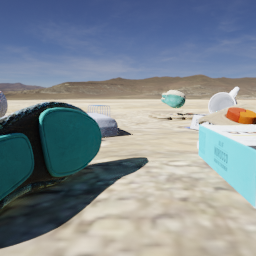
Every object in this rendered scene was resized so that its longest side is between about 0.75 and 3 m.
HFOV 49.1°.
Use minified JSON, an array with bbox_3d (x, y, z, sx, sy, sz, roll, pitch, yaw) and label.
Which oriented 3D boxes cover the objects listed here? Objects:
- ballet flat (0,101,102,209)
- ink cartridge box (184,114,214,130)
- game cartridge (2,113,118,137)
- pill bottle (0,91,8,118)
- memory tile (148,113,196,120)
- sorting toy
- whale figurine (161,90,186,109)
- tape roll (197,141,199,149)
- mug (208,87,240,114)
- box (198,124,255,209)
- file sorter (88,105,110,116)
[{"bbox_3d":[-1.203,0.234,2.898,1.001,1.001,2.696,2,6,19],"label":"ballet flat"},{"bbox_3d":[2.669,-0.114,7.493,1.225,0.483,2.464,-4,7,-24],"label":"ink cartridge box"},{"bbox_3d":[-1.758,-0.058,6.923,2.806,0.574,1.868,-2,11,-17],"label":"game cartridge"},{"bbox_3d":[-4.618,-0.622,7.884,1.368,1.368,2.422,2,7,14],"label":"pill bottle"},{"bbox_3d":[2.064,-0.489,11.619,2.211,0.186,1.695,-1,7,-12],"label":"memory tile"},{"bbox_3d":[3.220,-0.252,6.148,2.212,0.397,2.969,20,26,39],"label":"sorting toy"},{"bbox_3d":[1.795,-1.084,11.417,1.007,0.657,1.266,19,-13,-21],"label":"whale figurine"},{"bbox_3d":[1.677,0.330,5.163,0.781,0.143,0.781,-1,7,0],"label":"tape roll"},{"bbox_3d":[3.980,-1.024,11.233,1.044,1.414,1.240,39,20,20],"label":"mug"},{"bbox_3d":[1.576,0.331,3.514,0.901,0.538,2.190,0,7,1],"label":"box"},{"bbox_3d":[-1.193,-0.654,11.432,0.637,0.563,0.918,-5,9,-32],"label":"file sorter"}]
